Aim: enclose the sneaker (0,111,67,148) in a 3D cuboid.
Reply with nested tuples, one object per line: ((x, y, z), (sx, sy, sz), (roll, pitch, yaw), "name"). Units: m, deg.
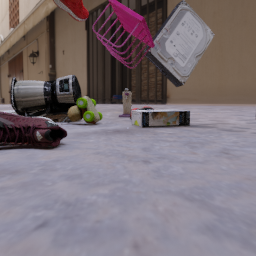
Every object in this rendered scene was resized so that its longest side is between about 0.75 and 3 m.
((-2.277, 0.064, 6.018), (1.247, 0.817, 2.160), (10, 10, 44), "sneaker")

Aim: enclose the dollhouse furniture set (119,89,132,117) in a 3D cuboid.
((0.738, -1.464, 16.213), (2.267, 1.609, 1.796), (1, 6, 12), "dollhouse furniture set")

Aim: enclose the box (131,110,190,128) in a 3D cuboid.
((1.258, -0.393, 10.970), (2.033, 0.611, 1.186), (-2, 6, -20), "box")

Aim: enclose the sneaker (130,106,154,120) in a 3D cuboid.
((0.896, -0.673, 13.314), (0.926, 0.670, 1.896), (3, 9, 32), "sneaker")

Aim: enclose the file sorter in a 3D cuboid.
((-0.131, -2.760, 8.551), (1.239, 1.118, 1.783), (39, 3, 16), "file sorter")

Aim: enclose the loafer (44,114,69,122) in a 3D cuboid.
((-3.248, -0.414, 12.794), (1.148, 0.361, 0.413), (1, -31, -11), "loafer")

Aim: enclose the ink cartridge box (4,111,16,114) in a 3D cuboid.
((-7.027, -0.705, 14.864), (1.044, 0.412, 2.100), (6, 7, 44), "ink cartridge box")

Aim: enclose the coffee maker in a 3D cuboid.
((-3.683, -1.434, 13.311), (2.898, 1.952, 2.784), (-4, 3, -4), "coffee maker")

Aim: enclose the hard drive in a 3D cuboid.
((1.907, -3.065, 10.160), (1.850, 2.648, 0.501), (40, -19, -18), "hard drive")

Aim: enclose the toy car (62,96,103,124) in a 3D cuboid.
((-2.025, -0.489, 11.589), (1.513, 1.193, 1.242), (-28, -4, 13), "toy car")

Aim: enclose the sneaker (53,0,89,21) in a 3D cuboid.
((-1.294, -3.418, 7.516), (0.845, 0.573, 1.463), (-27, -7, 23), "sneaker")
